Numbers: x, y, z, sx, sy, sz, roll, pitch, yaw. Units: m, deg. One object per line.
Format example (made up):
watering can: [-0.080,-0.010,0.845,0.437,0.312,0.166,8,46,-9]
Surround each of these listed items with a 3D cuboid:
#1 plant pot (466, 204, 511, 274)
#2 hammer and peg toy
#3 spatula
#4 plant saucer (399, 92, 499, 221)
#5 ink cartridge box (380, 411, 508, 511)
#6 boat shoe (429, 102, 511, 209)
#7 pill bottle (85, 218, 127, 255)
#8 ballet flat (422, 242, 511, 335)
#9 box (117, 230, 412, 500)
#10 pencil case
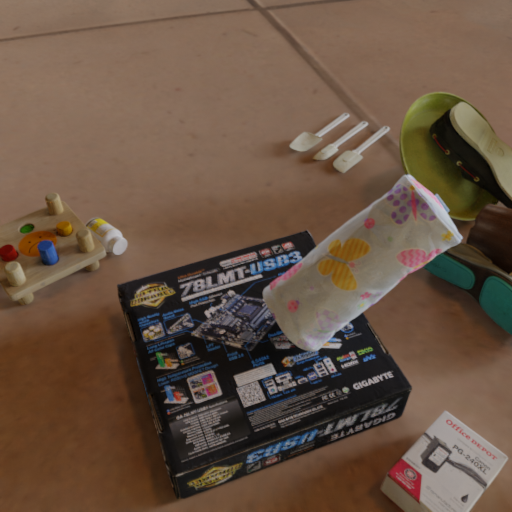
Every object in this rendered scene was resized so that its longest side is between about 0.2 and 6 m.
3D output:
plant pot: [4.163,-0.221,9.039,1.205,1.217,1.217,27,50,36]
hammer and peg toy: [-3.773,0.038,8.952,2.309,0.814,1.698,-30,53,-27]
spatula: [1.840,-2.536,12.045,1.445,0.167,2.078,27,51,28]
plant saucer: [3.550,-1.795,10.324,2.456,0.382,2.456,6,75,-24]
ink cartridge box: [2.199,2.550,6.563,1.212,0.505,0.880,-34,53,-30]
boat shoe: [4.182,-1.704,10.258,2.390,0.749,0.874,46,59,-6]
pill bottle: [-2.568,-0.320,9.581,0.759,0.425,0.425,31,52,28]
ballet flat: [3.579,0.360,8.619,0.776,0.821,2.437,-26,49,-29]
box: [-0.045,1.237,7.731,3.151,0.783,3.127,-16,46,-15]
pencil case: [1.240,0.134,6.747,2.434,1.104,1.012,-41,64,19]
